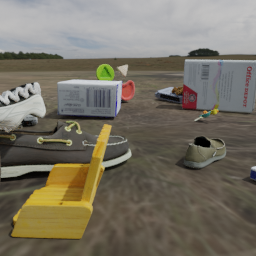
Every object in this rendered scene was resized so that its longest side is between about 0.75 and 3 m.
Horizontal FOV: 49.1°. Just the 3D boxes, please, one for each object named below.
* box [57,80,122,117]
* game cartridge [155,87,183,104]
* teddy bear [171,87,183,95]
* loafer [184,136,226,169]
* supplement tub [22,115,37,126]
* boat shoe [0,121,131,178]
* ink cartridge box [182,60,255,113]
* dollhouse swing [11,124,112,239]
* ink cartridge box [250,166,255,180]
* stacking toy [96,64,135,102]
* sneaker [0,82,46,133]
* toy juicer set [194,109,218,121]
[{"bbox_3d":[-1.348,-1.179,10.639,2.093,1.194,2.276,3,13,3],"label":"box"},{"bbox_3d":[2.524,-1.650,13.944,1.363,0.425,2.046,-16,24,-36],"label":"game cartridge"},{"bbox_3d":[2.642,-1.762,13.293,1.276,0.426,0.925,3,15,38],"label":"teddy bear"},{"bbox_3d":[1.667,0.414,5.857,0.551,0.510,1.466,10,17,35],"label":"loafer"},{"bbox_3d":[-3.477,-0.415,8.758,1.184,0.725,0.725,-6,15,-19],"label":"supplement tub"},{"bbox_3d":[-1.354,0.314,5.355,2.973,0.895,1.060,-4,9,-18],"label":"boat shoe"},{"bbox_3d":[3.708,-1.738,11.413,2.749,2.004,1.139,6,15,20],"label":"ink cartridge box"},{"bbox_3d":[-0.848,0.597,3.803,1.203,1.164,1.324,1,15,2],"label":"dollhouse swing"},{"bbox_3d":[2.901,0.836,4.738,1.149,0.249,1.128,-7,16,-34],"label":"ink cartridge box"},{"bbox_3d":[-0.782,-2.059,13.364,2.024,1.832,0.855,-8,4,-24],"label":"stacking toy"},{"bbox_3d":[-2.102,-0.183,4.467,1.657,0.671,0.623,-26,19,-26],"label":"sneaker"},{"bbox_3d":[2.642,-0.488,9.426,0.818,0.223,0.521,-24,0,37],"label":"toy juicer set"}]
